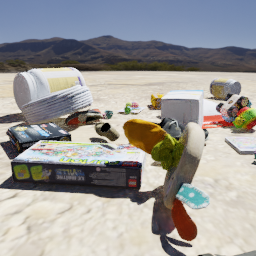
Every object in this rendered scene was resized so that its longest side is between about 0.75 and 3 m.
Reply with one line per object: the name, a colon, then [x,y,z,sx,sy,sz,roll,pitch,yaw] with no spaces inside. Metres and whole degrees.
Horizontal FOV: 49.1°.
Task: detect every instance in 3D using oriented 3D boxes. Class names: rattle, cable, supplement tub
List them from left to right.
supplement tub: [-3.784,-1.832,13.657,2.937,2.135,2.135,-14,20,-43]
cable: [-2.846,-0.927,11.384,2.857,0.989,2.856,-23,10,-27]
rattle: [0.552,0.666,5.136,1.685,1.536,2.359,35,40,-6]
supplement tub: [6.367,-2.604,18.364,1.249,1.249,1.718,-9,17,-31]

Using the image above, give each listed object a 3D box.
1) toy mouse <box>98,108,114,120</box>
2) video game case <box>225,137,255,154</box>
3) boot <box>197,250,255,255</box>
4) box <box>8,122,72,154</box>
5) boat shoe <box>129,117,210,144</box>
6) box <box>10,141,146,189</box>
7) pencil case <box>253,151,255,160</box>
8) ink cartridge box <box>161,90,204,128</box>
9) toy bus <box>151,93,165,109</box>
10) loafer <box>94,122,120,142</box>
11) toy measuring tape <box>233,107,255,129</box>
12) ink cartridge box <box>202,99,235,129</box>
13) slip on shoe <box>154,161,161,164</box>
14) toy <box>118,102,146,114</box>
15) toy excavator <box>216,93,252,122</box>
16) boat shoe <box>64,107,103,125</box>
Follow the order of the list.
toy mouse: [-1.129,-0.558,12.419,1.388,0.302,1.562,6,16,25]
video game case: [3.700,0.520,8.647,0.981,0.123,1.370,0,15,0]
boot: [1.521,1.792,3.086,0.954,0.534,1.379,0,15,-19]
box: [-2.835,0.287,8.887,1.520,0.440,1.912,-9,17,-30]
boat shoe: [1.325,0.110,8.813,2.574,0.870,0.924,1,13,-3]
box: [-1.047,0.817,6.740,2.890,0.502,1.591,2,15,6]
pencil case: [3.606,0.786,7.131,0.391,0.360,0.845,15,10,-21]
ink cartridge box: [2.041,-0.598,10.332,1.329,1.353,1.837,3,17,19]
toy bus: [1.699,-1.532,15.553,0.747,0.621,1.909,-2,15,-2]
loafer: [-0.733,0.023,9.186,0.517,0.458,1.359,-42,33,-19]
toy measuring tape: [4.926,-0.460,10.957,2.336,0.859,0.859,-12,19,-40]
ink cartridge box: [3.073,-0.675,12.181,2.339,0.821,2.878,-5,12,-17]
slip on shoe: [1.211,0.767,7.307,1.043,0.316,0.396,3,15,10]
toy: [0.209,-1.095,14.226,1.069,0.438,1.857,4,15,14]
toy excavator: [4.912,-0.695,11.878,1.839,1.891,0.944,-44,29,-6]
boat shoe: [-1.795,-0.397,11.421,1.599,0.569,0.500,-19,62,-29]
